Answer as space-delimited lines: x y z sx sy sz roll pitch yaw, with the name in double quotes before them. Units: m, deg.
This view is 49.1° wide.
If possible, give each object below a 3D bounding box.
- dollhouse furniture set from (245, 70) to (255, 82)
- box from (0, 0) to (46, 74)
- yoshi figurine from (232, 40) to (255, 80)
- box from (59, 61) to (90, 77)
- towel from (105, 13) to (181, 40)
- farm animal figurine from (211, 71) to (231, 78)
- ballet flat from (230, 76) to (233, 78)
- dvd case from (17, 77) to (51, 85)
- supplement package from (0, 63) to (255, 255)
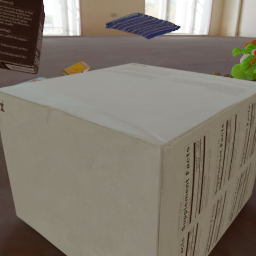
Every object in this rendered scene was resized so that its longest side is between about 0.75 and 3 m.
"dollhouse furniture set" 4.282 -1.259 9.884 1.022 1.323 2.648 -8 18 13
"box" -3.633 -2.957 8.744 1.765 2.150 1.783 8 1 -14
"yoshi figurine" 2.509 -1.392 5.959 0.639 0.636 1.137 16 43 26
"box" -2.298 -1.846 10.995 0.490 1.407 2.363 39 23 -8
"towel" 0.602 -3.771 10.482 2.455 0.293 1.777 -5 6 -44
"farm animal figurine" 4.042 -2.173 12.517 1.541 0.803 1.524 1 22 3
"ballet flat" 4.808 -2.222 13.311 0.446 0.418 1.234 -5 17 45
"dvd case" -4.014 -2.018 12.917 1.499 0.226 2.054 9 23 21
"supplement package" 0.180 0.375 4.395 2.861 2.201 2.992 18 28 37
